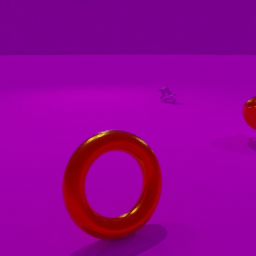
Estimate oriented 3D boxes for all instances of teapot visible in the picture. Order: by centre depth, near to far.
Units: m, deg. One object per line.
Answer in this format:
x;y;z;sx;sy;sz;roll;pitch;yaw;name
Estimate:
3.530;-0.452;7.118;1.041;1.674;0.820;45;65;9;teapot

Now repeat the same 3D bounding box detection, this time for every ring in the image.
-0.159;0.737;3.693;1.429;1.429;0.286;-9;1;-28;ring

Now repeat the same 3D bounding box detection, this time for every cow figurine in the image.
1.835;-1.516;12.593;0.893;0.907;0.498;-24;-17;37;cow figurine
